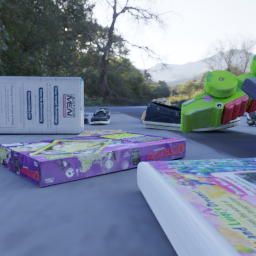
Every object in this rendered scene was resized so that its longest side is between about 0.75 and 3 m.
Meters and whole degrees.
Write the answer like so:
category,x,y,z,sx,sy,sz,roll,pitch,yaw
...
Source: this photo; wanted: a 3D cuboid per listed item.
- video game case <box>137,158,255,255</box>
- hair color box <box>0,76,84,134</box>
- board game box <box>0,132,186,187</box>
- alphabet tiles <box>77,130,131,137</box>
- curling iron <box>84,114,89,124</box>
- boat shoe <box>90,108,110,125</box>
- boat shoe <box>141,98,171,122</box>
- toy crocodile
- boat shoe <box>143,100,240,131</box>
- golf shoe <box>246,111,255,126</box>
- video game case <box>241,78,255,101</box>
category,x,y,z,sx,sy,sz,roll,pitch,yaw
video game case,1.135,0.441,1.263,1.881,0.245,2.066,-1,6,-8
hair color box,-2.205,-0.495,6.102,2.429,1.215,0.735,0,5,-3
board game box,-0.346,0.265,3.188,1.847,0.298,1.109,-4,3,-40
alphabet tiles,-0.461,0.111,5.966,1.036,0.047,1.240,0,6,0
curling iron,-2.104,-0.236,8.186,0.641,0.331,2.587,4,6,36
boat shoe,-0.882,-0.389,8.964,0.619,0.494,1.637,0,5,-2
boat shoe,1.043,-0.651,9.978,0.915,0.829,2.569,1,5,15
toy crocodile,2.156,-0.628,5.154,2.790,0.942,0.862,-23,50,-18
boat shoe,1.461,-0.318,6.859,2.424,0.755,0.904,5,5,33
golf shoe,3.993,-0.328,7.779,1.288,0.608,0.501,4,5,23
video game case,2.865,-0.165,3.409,2.376,0.225,1.697,-4,36,-18
